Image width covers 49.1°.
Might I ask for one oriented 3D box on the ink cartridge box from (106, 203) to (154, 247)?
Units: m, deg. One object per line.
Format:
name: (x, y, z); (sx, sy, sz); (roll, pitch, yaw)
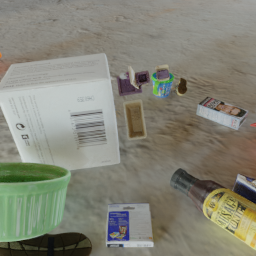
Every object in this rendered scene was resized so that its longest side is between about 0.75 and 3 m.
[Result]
ink cartridge box: (0.033, 2.372, 6.894); (1.102, 0.262, 1.115); (-1, 34, 1)

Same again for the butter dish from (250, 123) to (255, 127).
butter dish: (5.217, 0.408, 8.673); (2.086, 1.542, 2.080); (2, -6, -6)

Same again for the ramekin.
ramekin: (-2.590, 1.568, 6.384); (2.464, 1.204, 2.464); (4, 2, 0)

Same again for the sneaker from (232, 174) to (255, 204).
sneaker: (3.861, 1.796, 7.286); (2.152, 0.869, 1.243); (27, 39, 22)

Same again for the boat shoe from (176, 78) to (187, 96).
boat shoe: (2.394, -1.783, 12.649); (0.471, 0.403, 1.286); (29, 41, -4)

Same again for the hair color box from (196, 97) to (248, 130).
hair color box: (3.616, -0.597, 10.806); (1.693, 0.513, 0.838); (26, 43, 31)

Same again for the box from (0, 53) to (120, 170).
box: (-1.837, -0.409, 8.373); (2.917, 2.902, 1.907); (-7, 34, -3)

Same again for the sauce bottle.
sauce bottle: (2.325, 1.946, 6.949); (2.866, 0.946, 0.946); (27, 43, 35)

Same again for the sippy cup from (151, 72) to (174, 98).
sippy cup: (1.490, -1.864, 12.234); (1.252, 0.918, 0.984); (-15, 37, -20)

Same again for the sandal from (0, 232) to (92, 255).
sandal: (-1.903, 2.689, 6.237); (2.150, 0.587, 0.878); (7, 40, -15)

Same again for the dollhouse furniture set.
dollhouse furniture set: (0.457, -0.783, 8.276); (1.711, 2.159, 1.532); (-8, -3, 11)

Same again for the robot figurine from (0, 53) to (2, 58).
robot figurine: (-7.633, -3.356, 13.757); (2.002, 1.623, 2.783); (24, 39, 12)
